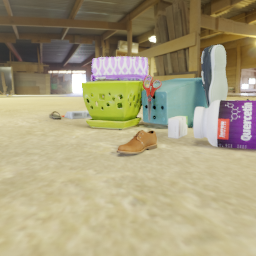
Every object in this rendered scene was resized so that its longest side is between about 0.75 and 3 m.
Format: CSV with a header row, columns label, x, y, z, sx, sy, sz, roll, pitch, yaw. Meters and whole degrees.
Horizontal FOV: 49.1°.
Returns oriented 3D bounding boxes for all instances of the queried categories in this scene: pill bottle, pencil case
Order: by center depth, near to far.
label,x,y,z,sx,sy,sz,roll,pitch,yaw
pill bottle,3.133,-0.106,7.870,2.414,1.358,1.358,2,9,21
pencil case,-0.356,-2.476,11.936,2.528,1.061,1.081,-3,44,2

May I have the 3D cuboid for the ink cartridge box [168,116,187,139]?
label,x,y,z,sx,sy,sz,roll,pitch,yaw
ink cartridge box,1.742,-0.044,9.751,0.395,0.685,0.938,5,9,31

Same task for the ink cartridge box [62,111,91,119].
label,x,y,z,sx,sy,sz,roll,pitch,yaw
ink cartridge box,-2.872,-0.814,15.911,1.405,0.415,1.755,-6,12,-33

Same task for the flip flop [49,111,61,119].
label,x,y,z,sx,sy,sz,roll,pitch,yaw
flip flop,-3.940,-0.703,15.197,0.562,0.399,1.386,-4,9,-24

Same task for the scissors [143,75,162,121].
label,x,y,z,sx,sy,sz,roll,pitch,yaw
scissors,0.784,-1.206,10.993,0.744,2.035,0.142,19,-25,-1

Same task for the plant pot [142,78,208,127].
label,x,y,z,sx,sy,sz,roll,pitch,yaw
plant pot,2.107,-1.079,12.424,2.114,2.113,2.991,8,15,43

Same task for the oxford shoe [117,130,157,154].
label,x,y,z,sx,sy,sz,roll,pitch,yaw
oxford shoe,0.240,0.360,7.480,0.576,0.575,1.614,7,13,34

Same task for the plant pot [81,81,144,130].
label,x,y,z,sx,sy,sz,roll,pitch,yaw
plant pot,-0.555,-1.002,11.899,2.134,1.946,2.145,3,8,24

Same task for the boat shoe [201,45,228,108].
label,x,y,z,sx,sy,sz,roll,pitch,yaw
boat shoe,3.504,-2.009,11.569,1.017,2.690,0.811,-1,7,-31
